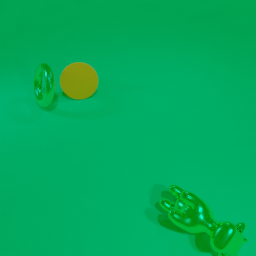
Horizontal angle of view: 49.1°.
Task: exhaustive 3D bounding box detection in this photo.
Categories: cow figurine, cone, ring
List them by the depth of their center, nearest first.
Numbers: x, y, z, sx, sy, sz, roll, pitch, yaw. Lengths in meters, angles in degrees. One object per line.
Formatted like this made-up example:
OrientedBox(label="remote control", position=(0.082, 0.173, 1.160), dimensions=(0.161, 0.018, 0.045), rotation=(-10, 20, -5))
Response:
OrientedBox(label="cow figurine", position=(1.484, 1.845, 5.584), dimensions=(1.509, 1.534, 0.842), rotation=(35, 86, -8))
OrientedBox(label="ring", position=(-2.698, -1.364, 8.957), dimensions=(0.282, 1.408, 1.408), rotation=(-4, 36, -36))
OrientedBox(label="cone", position=(-1.775, -1.813, 9.935), dimensions=(1.267, 1.267, 1.272), rotation=(-9, 26, -11))
